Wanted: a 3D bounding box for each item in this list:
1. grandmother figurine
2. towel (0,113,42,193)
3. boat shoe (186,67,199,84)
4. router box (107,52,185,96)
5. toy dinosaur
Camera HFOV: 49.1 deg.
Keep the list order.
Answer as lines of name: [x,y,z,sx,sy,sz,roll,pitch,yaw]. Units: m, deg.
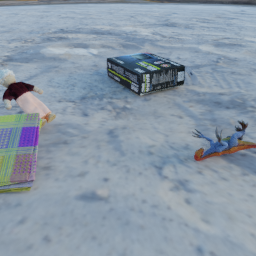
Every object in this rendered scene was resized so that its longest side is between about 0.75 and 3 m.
grandmother figurine: [-3.202,-0.924,8.468,2.115,0.640,1.282,48,39,3]
towel: [-3.096,0.551,6.845,1.813,0.287,2.524,-6,42,-7]
boat shoe: [2.547,-2.083,11.169,0.275,0.766,0.252,-38,5,14]
router box: [0.665,-2.413,11.909,2.170,0.900,2.896,-17,32,-26]
toy dinosaur: [2.436,0.469,7.078,1.702,0.893,1.544,43,79,9]
